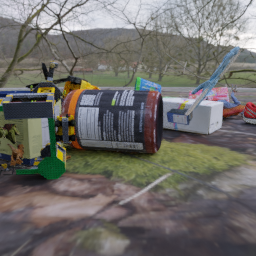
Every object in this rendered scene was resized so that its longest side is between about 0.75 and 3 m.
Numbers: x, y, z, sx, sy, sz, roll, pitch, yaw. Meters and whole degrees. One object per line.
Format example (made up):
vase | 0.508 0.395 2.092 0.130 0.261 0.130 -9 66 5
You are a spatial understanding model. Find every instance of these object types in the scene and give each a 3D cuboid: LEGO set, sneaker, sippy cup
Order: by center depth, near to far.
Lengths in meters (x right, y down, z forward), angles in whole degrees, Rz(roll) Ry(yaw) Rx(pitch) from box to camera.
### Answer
LEGO set | -2.259 -0.103 5.174 2.613 2.009 1.514 -9 28 -7
sneaker | 5.363 -0.557 10.290 0.909 1.002 2.359 -9 14 -42
sippy cup | 1.277 -2.380 18.753 1.720 2.347 1.843 10 -34 -2

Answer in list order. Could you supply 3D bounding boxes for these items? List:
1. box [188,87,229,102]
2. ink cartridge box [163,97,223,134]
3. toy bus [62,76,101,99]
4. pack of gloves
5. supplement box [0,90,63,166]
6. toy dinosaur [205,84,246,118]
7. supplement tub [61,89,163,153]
box | 3.746 -1.249 12.997 1.740 0.823 0.893 -3 47 26
ink cartridge box | 2.037 -0.506 9.915 2.258 0.988 1.641 12 16 31
toy bus | -2.369 -1.871 16.363 2.502 1.768 2.606 12 5 -31
pack of gloves | 2.243 -1.363 7.763 0.425 2.155 1.810 39 18 13
supplement box | -2.366 -0.077 6.343 1.480 1.479 0.994 6 12 30
toy dinosaur | 4.448 -0.648 12.232 2.409 1.394 2.654 9 44 3
supplement tub | -0.602 -0.202 6.942 2.853 1.526 1.526 3 11 14
